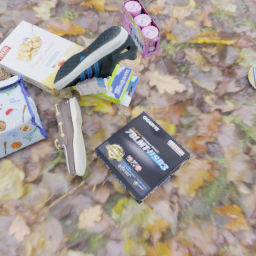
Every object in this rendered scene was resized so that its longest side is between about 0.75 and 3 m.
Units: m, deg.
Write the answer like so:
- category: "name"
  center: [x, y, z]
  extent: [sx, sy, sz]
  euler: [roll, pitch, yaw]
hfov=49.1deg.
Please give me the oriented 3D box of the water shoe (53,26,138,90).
- category: "water shoe"
  center: [-1.005, -1.757, 8.314]
  extent: [2.899, 1.144, 1.036]
  euler: [-27, 42, 29]

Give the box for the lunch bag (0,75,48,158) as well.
- category: "lunch bag"
  center: [-4.043, -0.527, 8.866]
  extent: [2.115, 1.541, 2.488]
  euler: [-23, 56, -11]

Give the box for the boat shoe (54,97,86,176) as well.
- category: "boat shoe"
  center: [-1.859, 0.278, 8.800]
  extent: [0.790, 0.953, 2.654]
  euler: [-12, 65, 2]

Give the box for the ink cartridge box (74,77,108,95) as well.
- category: "ink cartridge box"
  center: [-1.256, -1.555, 9.191]
  extent: [1.068, 0.686, 0.669]
  euler: [-6, 69, 6]

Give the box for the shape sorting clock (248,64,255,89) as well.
- category: "shape sorting clock"
  center: [4.932, -1.811, 10.128]
  extent: [1.200, 0.235, 1.200]
  euler: [2, 68, -4]

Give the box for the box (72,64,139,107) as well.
- category: "box"
  center: [-0.790, -1.682, 9.881]
  extent: [2.119, 0.505, 1.292]
  euler: [19, 73, 9]

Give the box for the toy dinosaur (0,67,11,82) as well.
- category: "toy dinosaur"
  center: [-4.912, -1.685, 9.696]
  extent: [1.940, 0.833, 1.315]
  euler: [39, 81, -24]

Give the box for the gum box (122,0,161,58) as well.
- category: "gum box"
  center: [0.494, -3.703, 10.508]
  extent: [0.658, 1.129, 1.989]
  euler: [-24, 67, -11]

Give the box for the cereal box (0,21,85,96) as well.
- category: "cereal box"
  center: [-3.281, -2.627, 10.313]
  extent: [2.876, 0.568, 2.069]
  euler: [26, 68, 11]

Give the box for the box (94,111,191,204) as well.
- category: "box"
  center: [0.436, 0.833, 8.717]
  extent: [2.134, 0.534, 2.150]
  euler: [-38, 68, -14]
